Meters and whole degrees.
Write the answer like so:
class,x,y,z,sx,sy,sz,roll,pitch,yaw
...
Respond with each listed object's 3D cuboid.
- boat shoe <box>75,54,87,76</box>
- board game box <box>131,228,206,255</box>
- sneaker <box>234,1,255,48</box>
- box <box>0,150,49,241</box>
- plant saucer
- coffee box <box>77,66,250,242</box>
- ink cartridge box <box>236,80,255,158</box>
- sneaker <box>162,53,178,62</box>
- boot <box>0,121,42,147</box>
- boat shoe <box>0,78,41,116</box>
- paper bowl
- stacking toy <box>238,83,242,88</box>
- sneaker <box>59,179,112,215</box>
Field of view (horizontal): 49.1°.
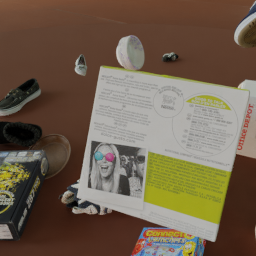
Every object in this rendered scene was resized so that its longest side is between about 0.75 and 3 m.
class,x,y,z,sx,sy,sz,roll,pitch,yaw
boat shoe,-1.526,-2.054,9.175,0.358,0.312,0.972,13,38,-21
board game box,0.594,2.175,4.594,1.138,0.318,1.114,-13,23,32
sneaker,3.173,-2.889,6.447,2.504,0.878,1.358,-35,51,-2
box,-3.225,1.344,5.958,2.575,0.632,2.075,-1,32,5
plant saucer,-1.981,0.743,7.002,1.270,0.232,1.270,-9,55,13
coffee box,0.805,0.269,5.403,2.382,2.355,2.378,13,7,19
ink cartridge box,4.010,-0.048,7.110,2.494,1.821,1.052,12,35,20
sneaker,2.126,-3.506,13.935,0.485,0.356,1.072,25,38,38
boot,-3.170,0.152,7.413,1.737,0.654,1.298,-5,6,-9
boat shoe,-3.940,-1.146,9.974,0.738,0.609,2.151,12,34,18
paper bowl,0.035,-2.136,8.093,0.502,0.965,0.965,-4,26,33
stacking toy,4.604,-1.434,10.628,0.650,0.650,0.890,25,22,34
sneaker,-1.022,1.260,6.151,1.031,0.633,1.585,-3,42,-21
